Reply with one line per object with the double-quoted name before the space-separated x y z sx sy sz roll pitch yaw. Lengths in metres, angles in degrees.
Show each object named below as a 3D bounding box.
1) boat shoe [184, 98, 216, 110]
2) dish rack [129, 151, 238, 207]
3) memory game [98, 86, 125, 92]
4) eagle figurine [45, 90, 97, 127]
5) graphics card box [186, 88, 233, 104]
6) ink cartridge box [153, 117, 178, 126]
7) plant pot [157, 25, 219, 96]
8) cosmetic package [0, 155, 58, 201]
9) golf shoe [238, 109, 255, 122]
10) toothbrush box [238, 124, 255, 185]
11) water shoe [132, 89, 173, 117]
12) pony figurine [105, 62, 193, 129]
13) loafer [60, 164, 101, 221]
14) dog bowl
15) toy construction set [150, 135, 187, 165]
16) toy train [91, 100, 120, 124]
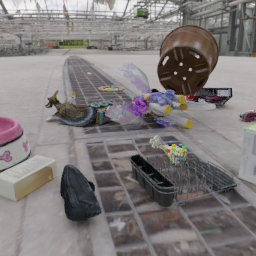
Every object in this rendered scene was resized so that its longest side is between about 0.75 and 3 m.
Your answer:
"boat shoe" 3.514 -1.203 13.820 1.599 0.548 0.576 4 19 10
"dish rack" 1.385 1.111 6.894 2.354 0.642 1.805 -7 21 -22
"memory game" -1.116 -2.653 18.773 1.839 0.117 1.839 0 19 0
"eagle figurine" -2.363 -0.790 11.903 2.144 1.618 1.627 28 62 -7
"graphics card box" 4.115 -1.628 14.310 2.054 0.522 1.288 0 -13 0
"ink cartridge box" 1.670 -0.303 11.680 1.106 0.232 0.660 -10 21 -36
"plant pot" 2.348 -2.614 11.331 2.578 2.578 2.553 5 30 14
"cosmetic package" -2.458 1.186 6.871 0.719 0.486 1.366 10 21 28
"golf shoe" 5.515 -0.614 12.135 1.429 0.519 0.658 -4 19 -13
"toothbrush box" 3.827 0.553 7.328 1.920 1.398 0.826 -15 24 -37
"water shoe" 1.198 -1.382 13.452 1.013 1.118 2.834 -12 22 -31
"pony figurine" 0.845 -1.022 11.354 2.891 2.494 2.995 27 -7 -42
"loafer" -1.086 1.377 6.178 0.695 0.672 1.980 8 14 -22
"dog bowl" -4.382 0.436 8.242 2.814 1.038 2.814 1 19 0
"toy construction set" 1.253 0.665 8.397 0.830 0.583 1.266 -16 36 -39
"toy train" -0.889 -0.689 12.148 1.033 0.772 1.812 30 31 34
